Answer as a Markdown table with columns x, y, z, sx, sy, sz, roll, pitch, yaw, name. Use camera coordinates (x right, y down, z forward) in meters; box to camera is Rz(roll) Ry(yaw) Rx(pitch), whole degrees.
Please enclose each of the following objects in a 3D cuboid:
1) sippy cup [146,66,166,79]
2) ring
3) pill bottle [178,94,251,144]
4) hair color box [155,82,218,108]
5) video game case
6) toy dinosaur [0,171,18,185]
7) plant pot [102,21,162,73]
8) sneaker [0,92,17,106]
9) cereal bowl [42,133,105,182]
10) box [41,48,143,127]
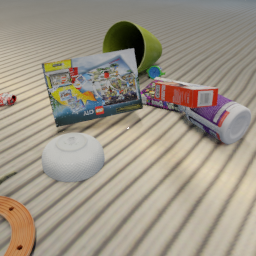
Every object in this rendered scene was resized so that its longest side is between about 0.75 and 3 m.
| x | y | z | sx | sy | sz | roll | pitch | yaw | name |
| --- | --- | --- | --- | --- | --- | --- | --- | --- | --- |
| 1.310 | -2.622 | 13.016 | 0.803 | 0.631 | 0.589 | 46 | 30 | 1 | sippy cup |
| -3.201 | 2.392 | 5.558 | 2.657 | 0.255 | 2.657 | 0 | 32 | 0 | ring |
| 2.698 | -0.533 | 9.134 | 1.246 | 1.246 | 2.236 | -20 | 38 | -27 | pill bottle |
| 1.336 | -0.818 | 6.637 | 0.775 | 0.447 | 1.397 | -8 | 16 | -29 | hair color box |
| 1.602 | -1.393 | 11.269 | 1.867 | 0.369 | 2.060 | 16 | 36 | 23 | video game case |
| -3.604 | 1.640 | 5.974 | 1.082 | 0.583 | 2.455 | 35 | 51 | -6 | toy dinosaur |
| 0.500 | -3.734 | 13.453 | 2.412 | 2.412 | 2.578 | 22 | 23 | 30 | plant pot |
| -4.816 | -1.009 | 10.637 | 0.652 | 0.406 | 1.217 | 12 | 32 | 22 | sneaker |
| -1.539 | 0.657 | 7.790 | 1.749 | 0.728 | 1.749 | 0 | 34 | 0 | cereal bowl |
| -1.103 | -1.337 | 9.159 | 2.958 | 2.020 | 0.557 | -12 | 15 | -12 | box |
